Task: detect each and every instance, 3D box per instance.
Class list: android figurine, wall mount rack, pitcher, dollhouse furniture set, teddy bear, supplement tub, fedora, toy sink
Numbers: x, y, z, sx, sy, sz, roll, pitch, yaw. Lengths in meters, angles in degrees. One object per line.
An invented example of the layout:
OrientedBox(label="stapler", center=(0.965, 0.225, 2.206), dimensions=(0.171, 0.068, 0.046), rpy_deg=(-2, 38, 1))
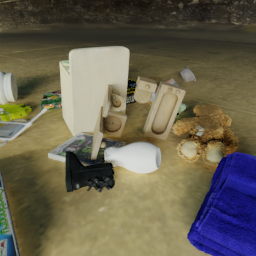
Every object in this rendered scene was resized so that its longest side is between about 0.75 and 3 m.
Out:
OrientedBox(label="android figurine", center=(-4.625, -0.623, 10.913), dimensions=(1.424, 0.321, 1.564), rpy_deg=(21, 30, 38))
OrientedBox(label="wall mount rack", center=(-3.739, -0.132, 9.237), dimensions=(1.845, 0.792, 2.124), rpy_deg=(3, 25, 6))
OrientedBox(label="pitcher", center=(0.210, 0.727, 7.463), dimensions=(1.347, 0.816, 1.155), rpy_deg=(-1, 11, 22))
OrientedBox(label="dollhouse furniture set", center=(0.354, -0.213, 8.035), dimensions=(2.296, 2.183, 1.871), rpy_deg=(15, 23, -10))
OrientedBox(label="teddy bear", center=(2.347, 0.275, 8.489), dimensions=(1.958, 0.901, 2.700), rpy_deg=(-5, 31, 7))
OrientedBox(label="supplement tub", center=(-5.836, -1.665, 11.840), dimensions=(1.970, 1.425, 1.425), rpy_deg=(-5, 25, -9))
OrientedBox(label="fedora", center=(3.239, -2.879, 15.453), dimensions=(0.498, 0.975, 1.102), rpy_deg=(-32, 52, 4))
OrientedBox(label="toy sink", center=(-1.198, -1.452, 9.421), dimensions=(1.878, 2.881, 1.614), rpy_deg=(-11, 35, -23))

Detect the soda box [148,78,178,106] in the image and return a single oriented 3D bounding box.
OrientedBox(label="soda box", center=(1.521, -1.550, 12.223), dimensions=(0.622, 0.579, 1.820), rpy_deg=(53, 46, 5))

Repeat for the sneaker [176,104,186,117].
OrientedBox(label="sneaker", center=(1.945, -0.628, 10.833), dimensions=(1.039, 0.382, 0.613), rpy_deg=(-18, 27, -22))

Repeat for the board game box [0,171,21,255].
OrientedBox(label="board game box", center=(-3.075, 1.907, 5.037), dimensions=(1.882, 0.516, 2.982), rpy_deg=(-12, 27, -25))

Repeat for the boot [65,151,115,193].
OrientedBox(label="boot", center=(-0.962, 1.032, 6.985), dimensions=(1.163, 0.525, 1.419), rpy_deg=(-7, 32, -9))

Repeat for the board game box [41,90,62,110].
OrientedBox(label="board game box", center=(-2.080, -1.311, 11.355), dimensions=(2.725, 0.320, 1.427), rpy_deg=(-11, 30, -5))

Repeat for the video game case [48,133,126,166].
OrientedBox(label="video game case", center=(-1.168, 0.642, 8.235), dimensions=(1.719, 0.201, 1.563), rpy_deg=(11, 27, 24))

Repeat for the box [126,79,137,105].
OrientedBox(label="box", center=(-0.467, -1.635, 12.796), dimensions=(2.535, 0.625, 2.024), rpy_deg=(-17, 31, -33))

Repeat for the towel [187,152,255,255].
OrientedBox(label="towel", center=(2.383, 1.462, 5.353), dimensions=(1.831, 0.614, 2.479), rpy_deg=(14, 40, 28))
